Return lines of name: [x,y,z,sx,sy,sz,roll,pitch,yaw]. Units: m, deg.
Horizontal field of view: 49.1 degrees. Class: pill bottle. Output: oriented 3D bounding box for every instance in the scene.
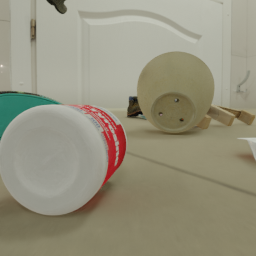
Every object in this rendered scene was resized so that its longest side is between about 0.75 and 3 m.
pill bottle: [-0.406,0.164,2.369,0.725,0.725,1.291,1,5,9]

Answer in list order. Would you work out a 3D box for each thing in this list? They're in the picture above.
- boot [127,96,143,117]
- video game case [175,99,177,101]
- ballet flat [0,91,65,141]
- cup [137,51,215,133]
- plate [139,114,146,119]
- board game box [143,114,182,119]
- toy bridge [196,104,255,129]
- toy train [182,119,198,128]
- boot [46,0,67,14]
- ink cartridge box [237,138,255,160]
boot: [0.366,-1.244,14.973,0.913,1.185,2.444,-2,-1,-13]
video game case: [2.181,-0.971,14.193,2.470,0.298,2.709,1,-12,11]
ballet flat: [-2.228,-0.022,4.308,2.823,0.976,1.004,-4,-13,-33]
cup: [1.147,-0.693,6.930,2.061,2.061,1.474,1,28,10]
plate: [1.377,-0.551,13.754,1.732,0.221,1.732,1,4,0]
board game box: [1.695,-0.632,12.339,1.287,0.339,1.682,-7,16,-38]
toy bridge: [2.950,-0.428,9.097,2.987,0.407,1.004,-4,30,-39]
toy train: [1.800,-0.359,8.702,0.503,0.687,1.188,4,6,45]
boot: [-1.384,-2.780,6.060,0.526,0.273,0.805,-20,-6,15]
ink cartridge box: [2.061,0.302,3.472,1.032,0.305,1.289,0,2,3]
